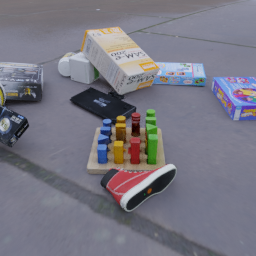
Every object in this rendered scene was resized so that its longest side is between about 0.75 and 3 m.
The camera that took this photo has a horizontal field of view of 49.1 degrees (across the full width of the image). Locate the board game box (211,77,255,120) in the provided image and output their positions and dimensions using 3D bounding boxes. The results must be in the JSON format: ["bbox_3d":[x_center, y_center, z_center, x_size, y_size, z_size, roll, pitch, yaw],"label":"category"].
[{"bbox_3d":[4.282,-1.160,10.306,1.698,0.566,2.526,-1,32,-1],"label":"board game box"}]

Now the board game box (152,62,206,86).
[{"bbox_3d":[2.167,-2.456,12.533,2.411,0.441,1.824,5,32,7],"label":"board game box"}]

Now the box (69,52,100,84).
[{"bbox_3d":[-1.893,-2.616,12.219,1.040,1.034,0.891,18,37,25],"label":"box"}]

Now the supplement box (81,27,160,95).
[{"bbox_3d":[-0.351,-2.830,11.445,1.824,1.064,2.894,-23,63,-39],"label":"supplement box"}]

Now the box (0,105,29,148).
[{"bbox_3d":[-3.334,-0.081,7.528,0.991,0.427,0.811,27,59,8],"label":"box"}]

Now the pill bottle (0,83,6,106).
[{"bbox_3d":[-4.846,-0.491,8.257,1.592,1.592,2.860,-2,32,-3],"label":"pill bottle"}]

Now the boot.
[{"bbox_3d":[0.231,1.113,6.636,1.662,0.602,1.199,-24,38,-28],"label":"boot"}]

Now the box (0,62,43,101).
[{"bbox_3d":[-4.806,-1.867,10.750,2.952,0.713,2.338,1,28,-16],"label":"box"}]

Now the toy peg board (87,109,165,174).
[{"bbox_3d":[-0.011,0.252,7.636,1.980,0.973,1.989,1,31,2],"label":"toy peg board"}]

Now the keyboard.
[{"bbox_3d":[-0.820,-0.903,10.162,2.513,0.322,1.509,28,48,36],"label":"keyboard"}]

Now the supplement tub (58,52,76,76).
[{"bbox_3d":[-2.708,-2.934,12.938,0.851,0.851,1.178,2,31,4],"label":"supplement tub"}]
